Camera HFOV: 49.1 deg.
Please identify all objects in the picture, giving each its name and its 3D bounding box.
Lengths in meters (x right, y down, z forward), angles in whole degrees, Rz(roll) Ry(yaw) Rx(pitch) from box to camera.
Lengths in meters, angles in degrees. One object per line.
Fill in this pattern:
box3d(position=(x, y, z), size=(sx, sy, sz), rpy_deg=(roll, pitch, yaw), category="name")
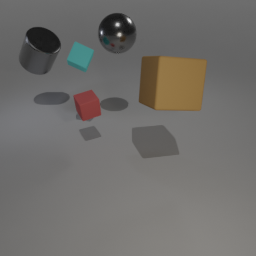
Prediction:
box3d(position=(-3.655, -3.167, 11.583), size=(1.400, 1.400, 1.400), rpy_deg=(17, 54, -25), category="cylinder")
box3d(position=(-1.402, -0.785, 9.679), size=(0.700, 0.700, 0.700), rpy_deg=(-20, 44, -18), category="cube")
box3d(position=(1.217, -1.297, 8.016), size=(1.400, 1.400, 1.400), rpy_deg=(0, 14, -17), category="cube")
box3d(position=(-0.386, -3.396, 10.095), size=(1.400, 1.400, 1.400), rpy_deg=(0, 30, 0), category="ball")
box3d(position=(-1.641, -2.437, 9.677), size=(0.700, 0.700, 0.700), rpy_deg=(23, -4, -9), category="cube")
